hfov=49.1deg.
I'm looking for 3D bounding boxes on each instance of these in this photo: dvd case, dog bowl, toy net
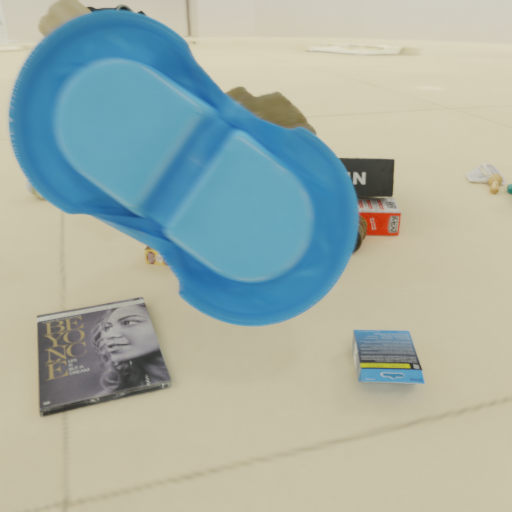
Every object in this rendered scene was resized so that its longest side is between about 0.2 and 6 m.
[{"bbox_3d":[-2.276,1.335,8.101,1.672,0.180,2.248,-9,28,-17],"label":"dvd case"},{"bbox_3d":[-0.767,-0.948,6.431,4.054,2.260,1.005,36,6,-2],"label":"dog bowl"},{"bbox_3d":[6.432,-1.868,13.985,1.439,0.530,2.742,-9,28,-17],"label":"toy net"}]

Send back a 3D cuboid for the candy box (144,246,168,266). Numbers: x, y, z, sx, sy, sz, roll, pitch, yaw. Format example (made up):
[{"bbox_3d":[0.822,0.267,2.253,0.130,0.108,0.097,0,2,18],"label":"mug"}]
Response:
[{"bbox_3d":[-1.442,-0.093,10.714,1.207,0.334,0.697,6,29,9],"label":"candy box"}]

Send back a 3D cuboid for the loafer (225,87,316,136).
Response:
[{"bbox_3d":[-0.547,-1.960,8.929,3.373,1.282,1.137,-13,70,-41],"label":"loafer"}]

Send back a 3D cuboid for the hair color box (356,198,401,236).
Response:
[{"bbox_3d":[2.090,-0.854,11.966,1.814,0.555,0.921,1,26,4],"label":"hair color box"}]

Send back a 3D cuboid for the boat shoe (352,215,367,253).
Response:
[{"bbox_3d":[0.916,-0.735,11.385,2.667,0.960,0.907,19,34,10],"label":"boat shoe"}]

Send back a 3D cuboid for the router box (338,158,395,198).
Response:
[{"bbox_3d":[1.351,-1.826,12.823,3.188,0.833,2.507,1,9,3],"label":"router box"}]

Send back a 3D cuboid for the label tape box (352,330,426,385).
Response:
[{"bbox_3d":[1.773,1.470,7.636,0.816,0.377,1.140,1,29,3],"label":"label tape box"}]

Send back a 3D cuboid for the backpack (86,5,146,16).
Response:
[{"bbox_3d":[-2.714,-3.002,10.212,1.843,2.449,2.174,5,-16,28],"label":"backpack"}]

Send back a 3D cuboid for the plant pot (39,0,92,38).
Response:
[{"bbox_3d":[-2.624,-3.246,8.399,1.096,1.003,1.096,-42,7,7],"label":"plant pot"}]

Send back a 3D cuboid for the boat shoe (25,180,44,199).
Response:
[{"bbox_3d":[-4.715,-1.895,14.038,0.634,0.736,2.043,39,48,21],"label":"boat shoe"}]
